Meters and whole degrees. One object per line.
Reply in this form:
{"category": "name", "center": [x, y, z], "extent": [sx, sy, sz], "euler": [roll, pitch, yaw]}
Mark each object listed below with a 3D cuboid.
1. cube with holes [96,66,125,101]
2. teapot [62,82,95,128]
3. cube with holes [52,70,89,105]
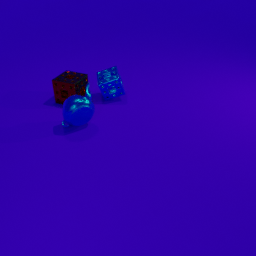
{"category": "cube with holes", "center": [-0.632, -1.646, 10.332], "extent": [0.789, 0.789, 0.789], "euler": [-17, 46, 7]}
{"category": "teapot", "center": [-1.557, -0.639, 8.713], "extent": [1.031, 1.658, 0.812], "euler": [16, 29, -50]}
{"category": "cube with holes", "center": [-2.062, -1.435, 10.225], "extent": [0.931, 0.931, 0.931], "euler": [13, 37, 18]}
